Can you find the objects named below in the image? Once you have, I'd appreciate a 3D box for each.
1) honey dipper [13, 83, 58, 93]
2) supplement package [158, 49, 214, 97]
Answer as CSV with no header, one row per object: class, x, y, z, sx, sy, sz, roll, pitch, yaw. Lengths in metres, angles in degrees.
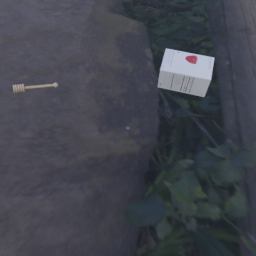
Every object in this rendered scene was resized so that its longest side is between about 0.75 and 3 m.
honey dipper,-1.801,-0.815,5.492,0.847,0.161,0.161,-11,50,-23
supplement package,1.361,-1.310,6.652,1.157,0.693,0.701,13,62,7
